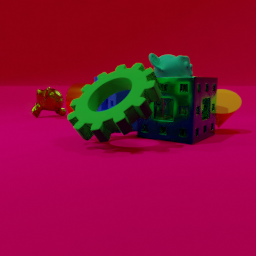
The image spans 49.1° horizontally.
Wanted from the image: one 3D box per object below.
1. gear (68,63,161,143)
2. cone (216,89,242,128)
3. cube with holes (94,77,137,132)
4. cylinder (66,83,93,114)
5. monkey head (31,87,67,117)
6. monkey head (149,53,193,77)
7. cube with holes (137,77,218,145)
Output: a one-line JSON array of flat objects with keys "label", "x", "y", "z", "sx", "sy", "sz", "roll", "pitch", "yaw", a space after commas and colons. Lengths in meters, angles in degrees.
[{"label": "gear", "x": -0.275, "y": -0.523, "z": 5.257, "sx": 1.780, "sy": 0.329, "sz": 1.780, "roll": -19, "pitch": 39, "yaw": 17}, {"label": "cone", "x": 2.256, "y": -0.319, "z": 6.884, "sx": 0.899, "sy": 0.902, "sz": 0.899, "roll": -6, "pitch": 44, "yaw": 6}, {"label": "cube with holes", "x": -0.018, "y": -0.675, "z": 7.318, "sx": 1.306, "sy": 1.306, "sz": 1.306, "roll": -5, "pitch": 10, "yaw": -28}, {"label": "cylinder", "x": -1.163, "y": -0.833, "z": 8.793, "sx": 1.143, "sy": 1.143, "sz": 1.143, "roll": 5, "pitch": 10, "yaw": 26}, {"label": "monkey head", "x": -2.690, "y": -0.803, "z": 9.451, "sx": 0.895, "sy": 1.068, "sz": 1.485, "roll": 14, "pitch": -25, "yaw": 21}, {"label": "monkey head", "x": 1.355, "y": -1.551, "z": 8.633, "sx": 1.157, "sy": 1.381, "sz": 1.920, "roll": -5, "pitch": -26, "yaw": 27}, {"label": "cube with holes", "x": 1.081, "y": -0.454, "z": 6.092, "sx": 1.278, "sy": 1.278, "sz": 1.278, "roll": 7, "pitch": 11, "yaw": 35}]
